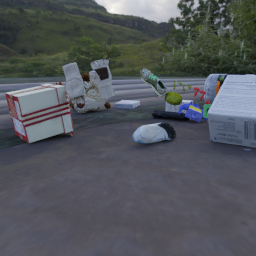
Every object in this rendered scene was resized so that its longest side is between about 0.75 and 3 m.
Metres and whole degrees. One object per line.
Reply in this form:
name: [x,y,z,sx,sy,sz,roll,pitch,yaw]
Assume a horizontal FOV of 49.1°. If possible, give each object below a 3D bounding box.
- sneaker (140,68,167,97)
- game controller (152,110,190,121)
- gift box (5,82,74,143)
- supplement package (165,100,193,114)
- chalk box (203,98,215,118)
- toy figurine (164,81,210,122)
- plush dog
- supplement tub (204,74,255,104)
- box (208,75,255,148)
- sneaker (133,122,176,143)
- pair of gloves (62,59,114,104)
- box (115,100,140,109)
sneaker: [0.946,-1.663,9.705,0.470,1.223,0.542,-48,5,-23]
game controller: [1.952,-0.548,12.601,1.703,0.359,0.888,9,1,32]
gift box: [-2.779,-0.490,9.330,1.790,1.769,1.917,-20,26,-33]
supplement package: [2.456,-0.980,13.445,1.168,0.685,0.683,6,15,25]
chalk box: [3.857,-0.607,10.949,1.802,1.121,1.115,4,13,22]
toy figurine: [2.717,-0.925,11.898,2.313,1.220,1.386,23,34,-4]
plush dog: [-2.055,-1.759,14.710,2.046,2.382,1.911,22,-10,36]
supplement tub: [5.817,-1.975,15.141,2.999,1.838,1.838,7,15,31]
box: [3.883,-0.575,8.722,2.126,1.213,2.312,9,43,33]
sneaker: [0.863,0.180,8.871,1.689,0.607,0.612,-1,-18,-39]
pair of gloves: [-1.235,-1.463,8.882,1.524,1.296,0.267,-11,13,-13]
box: [-0.021,-1.339,15.887,1.080,0.285,1.385,5,13,18]
